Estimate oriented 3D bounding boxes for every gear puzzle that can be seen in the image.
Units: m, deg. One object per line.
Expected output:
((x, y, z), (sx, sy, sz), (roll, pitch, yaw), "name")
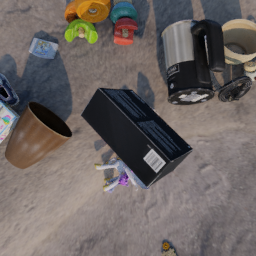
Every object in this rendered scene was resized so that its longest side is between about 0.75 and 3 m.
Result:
((1.485, 4.622, 10.057), (0.526, 0.133, 1.016), (-22, 76, -3), "gear puzzle")

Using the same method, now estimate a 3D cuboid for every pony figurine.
((-0.129, 1.621, 10.194), (1.791, 1.491, 1.728), (-27, 70, 10), "pony figurine")

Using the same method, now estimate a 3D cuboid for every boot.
((-5.024, -1.691, 11.053), (0.650, 0.808, 1.788), (-42, 81, -8), "boot")

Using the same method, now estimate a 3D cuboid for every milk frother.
((3.013, -2.427, 10.816), (2.965, 2.676, 2.789), (10, 72, -44), "milk frother")

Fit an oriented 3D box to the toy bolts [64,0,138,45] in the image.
((-0.941, -4.772, 10.987), (2.909, 2.779, 2.018), (1, 72, -18), "toy bolts")

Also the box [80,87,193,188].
((0.285, 0.122, 7.557), (2.606, 1.839, 1.028), (46, 116, 17), "box")

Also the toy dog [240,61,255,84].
((5.338, -2.261, 11.079), (1.830, 1.207, 0.881), (-34, 51, 1), "toy dog")

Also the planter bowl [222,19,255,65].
((4.362, -3.259, 11.149), (1.726, 1.161, 1.726), (-1, 68, 2), "planter bowl")

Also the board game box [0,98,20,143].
((-5.575, 0.017, 10.669), (1.740, 0.443, 2.588), (42, 90, 8), "board game box")

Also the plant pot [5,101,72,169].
((-3.440, 0.438, 10.213), (1.933, 1.933, 2.068), (43, 98, 8), "plant pot")

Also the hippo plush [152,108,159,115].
((0.594, -0.393, 10.762), (1.054, 0.840, 0.848), (26, 78, 5), "hippo plush")

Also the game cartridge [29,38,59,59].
((-3.546, -3.304, 11.720), (1.106, 0.230, 0.737), (16, 74, 3), "game cartridge")

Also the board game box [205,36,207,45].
((3.551, -3.606, 11.790), (0.859, 0.177, 0.861), (31, 80, 6), "board game box")
